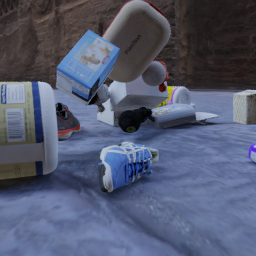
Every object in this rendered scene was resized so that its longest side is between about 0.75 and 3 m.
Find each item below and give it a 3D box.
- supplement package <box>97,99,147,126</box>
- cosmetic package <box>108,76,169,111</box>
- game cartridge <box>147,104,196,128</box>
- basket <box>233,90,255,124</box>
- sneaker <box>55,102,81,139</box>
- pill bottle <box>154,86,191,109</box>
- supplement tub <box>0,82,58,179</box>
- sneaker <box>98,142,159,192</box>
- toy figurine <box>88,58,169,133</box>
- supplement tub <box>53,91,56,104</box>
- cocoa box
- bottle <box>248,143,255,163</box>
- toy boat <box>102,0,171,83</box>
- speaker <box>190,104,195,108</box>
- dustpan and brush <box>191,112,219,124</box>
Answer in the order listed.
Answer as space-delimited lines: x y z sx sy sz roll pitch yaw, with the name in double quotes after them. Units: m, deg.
-0.319 -0.854 12.831 1.659 1.181 2.131 -4 10 -25 "supplement package"
0.342 -1.389 10.907 1.756 1.079 1.750 -1 -15 -24 "cosmetic package"
1.908 -0.615 12.561 1.873 0.584 2.812 -17 12 -5 "game cartridge"
5.385 -0.932 12.673 0.903 1.464 0.992 -8 12 -17 "basket"
-2.344 -0.392 10.405 1.091 1.159 2.831 -1 10 -4 "sneaker"
2.141 -1.731 16.722 1.522 1.522 2.919 -10 14 -43 "pill bottle"
-2.874 0.071 5.593 2.726 1.968 1.968 -3 11 -19 "supplement tub"
0.033 0.673 5.586 0.817 0.803 2.120 0 11 19 "sneaker"
-0.150 -1.500 9.756 2.747 2.790 1.941 31 20 8 "toy figurine"
-5.059 -1.420 15.240 1.981 1.437 1.437 0 10 -2 "supplement tub"
-1.009 -1.496 7.005 0.960 1.439 0.944 31 -26 -1 "cocoa box"
3.337 0.715 6.225 0.629 0.492 1.506 0 10 -10 "bottle"
0.105 -2.604 8.499 1.604 2.459 1.607 36 24 -13 "toy boat"
4.031 -1.473 18.670 0.790 0.321 0.321 -1 10 -3 "speaker"
3.146 -0.448 12.945 1.252 0.513 1.794 -11 21 -25 "dustpan and brush"
